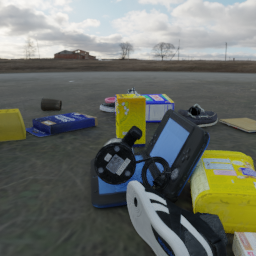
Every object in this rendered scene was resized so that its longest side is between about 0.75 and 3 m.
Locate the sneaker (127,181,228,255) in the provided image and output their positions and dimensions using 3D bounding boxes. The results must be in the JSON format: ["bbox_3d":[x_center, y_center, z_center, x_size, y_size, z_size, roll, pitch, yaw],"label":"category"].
[{"bbox_3d":[0.755,1.451,4.412,1.077,0.704,1.926,-2,22,-22],"label":"sneaker"}]

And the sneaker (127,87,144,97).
[{"bbox_3d":[0.334,-1.483,12.023,0.823,0.536,0.329,7,20,19],"label":"sneaker"}]

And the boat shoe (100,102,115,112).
[{"bbox_3d":[-0.301,-1.215,14.187,2.299,0.785,0.849,4,15,15],"label":"boat shoe"}]

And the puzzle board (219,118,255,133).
[{"bbox_3d":[4.801,-0.119,11.282,1.398,0.161,1.855,-3,16,-17],"label":"puzzle board"}]

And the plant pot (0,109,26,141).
[{"bbox_3d":[-4.188,-0.146,9.813,1.068,0.942,1.068,-6,15,-18],"label":"plant pot"}]

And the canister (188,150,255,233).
[{"bbox_3d":[1.836,1.118,5.289,1.378,0.803,1.856,2,16,8],"label":"canister"}]

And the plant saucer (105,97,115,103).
[{"bbox_3d":[-0.501,-1.464,15.906,1.607,0.407,1.607,-1,15,0],"label":"plant saucer"}]

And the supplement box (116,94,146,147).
[{"bbox_3d":[0.068,-0.248,8.938,0.864,1.577,0.858,-2,14,-8],"label":"supplement box"}]

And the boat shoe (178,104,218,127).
[{"bbox_3d":[2.882,-0.533,11.449,2.710,0.850,0.985,-14,20,-43],"label":"boat shoe"}]

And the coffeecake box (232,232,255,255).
[{"bbox_3d":[1.968,1.751,3.748,0.913,0.334,0.701,1,15,5],"label":"coffeecake box"}]

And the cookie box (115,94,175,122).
[{"bbox_3d":[0.679,-0.932,12.753,2.470,0.928,2.113,-1,16,-4],"label":"cookie box"}]

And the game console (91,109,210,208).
[{"bbox_3d":[0.291,0.511,6.383,1.531,2.208,2.587,24,10,-14],"label":"game console"}]

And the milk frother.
[{"bbox_3d":[0.096,0.753,5.851,1.229,1.361,1.281,-36,2,2],"label":"milk frother"}]

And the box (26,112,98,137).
[{"bbox_3d":[-2.654,-0.187,11.070,2.527,0.410,1.531,-14,20,-40],"label":"box"}]

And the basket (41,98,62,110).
[{"bbox_3d":[-3.985,-1.228,14.645,0.933,0.635,0.841,3,18,-1],"label":"basket"}]
